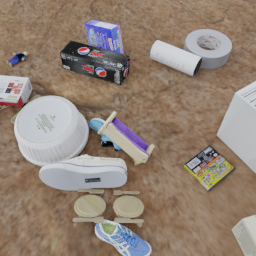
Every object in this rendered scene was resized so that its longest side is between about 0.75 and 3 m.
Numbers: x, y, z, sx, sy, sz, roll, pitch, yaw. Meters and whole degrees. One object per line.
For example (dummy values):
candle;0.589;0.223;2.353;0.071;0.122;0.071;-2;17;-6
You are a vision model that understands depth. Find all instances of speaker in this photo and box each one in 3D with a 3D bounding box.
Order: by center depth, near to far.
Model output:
speaker;2.154;-3.143;12.627;2.252;0.915;0.915;28;59;19

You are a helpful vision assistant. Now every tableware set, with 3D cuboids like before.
tableware set;-0.584;2.542;8.690;2.141;0.429;1.415;3;28;-4

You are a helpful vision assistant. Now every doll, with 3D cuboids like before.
doll;-5.178;-3.299;13.149;0.714;0.254;1.047;37;62;22

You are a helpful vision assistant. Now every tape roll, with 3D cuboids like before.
tape roll;3.721;-3.737;13.190;2.121;0.701;2.121;-1;54;1

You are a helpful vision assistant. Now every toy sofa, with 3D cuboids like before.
toy sofa;0.005;0.335;9.569;1.909;0.931;0.791;41;53;-9

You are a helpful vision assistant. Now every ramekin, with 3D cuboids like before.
ramekin;-2.780;-0.006;10.023;2.603;1.212;2.603;-2;57;3

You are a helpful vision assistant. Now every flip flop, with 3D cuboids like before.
flip flop;-4.011;-0.764;11.163;0.654;0.464;1.612;30;59;20

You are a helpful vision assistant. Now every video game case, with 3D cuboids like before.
video game case;2.843;1.371;9.787;1.352;0.172;1.222;-32;60;-22

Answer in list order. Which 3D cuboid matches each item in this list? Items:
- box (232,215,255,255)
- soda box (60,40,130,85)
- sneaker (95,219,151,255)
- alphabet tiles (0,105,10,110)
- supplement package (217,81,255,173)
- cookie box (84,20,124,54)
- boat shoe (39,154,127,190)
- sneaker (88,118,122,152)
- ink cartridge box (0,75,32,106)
box;3.921;3.596;7.598;0.906;1.107;2.331;-14;56;-11
soda box;-1.446;-2.916;12.425;2.959;0.937;1.047;19;54;13
sneaker;-0.182;3.219;8.111;1.814;0.699;0.687;21;55;13
alphabet tiles;-5.326;-1.095;11.675;0.751;0.034;0.898;-31;59;-21
supplement package;4.780;0.031;9.365;1.855;2.412;2.522;-28;59;-19
cookie box;-1.072;-4.020;12.681;1.635;1.398;0.614;25;52;31
boat shoe;-1.451;1.379;9.373;2.859;1.014;0.998;-3;33;2
sneaker;-0.849;0.255;10.288;1.801;0.706;0.810;30;74;30
ink cartridge box;-4.989;-1.406;11.447;1.646;0.690;1.445;6;52;2
